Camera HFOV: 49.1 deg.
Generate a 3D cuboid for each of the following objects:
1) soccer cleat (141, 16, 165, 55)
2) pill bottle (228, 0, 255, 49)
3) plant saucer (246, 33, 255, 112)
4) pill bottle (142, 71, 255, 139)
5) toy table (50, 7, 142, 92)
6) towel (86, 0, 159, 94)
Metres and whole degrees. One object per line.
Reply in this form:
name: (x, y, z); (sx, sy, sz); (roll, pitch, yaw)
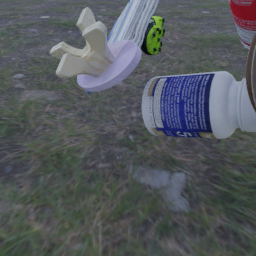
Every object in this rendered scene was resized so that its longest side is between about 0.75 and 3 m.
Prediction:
soccer cleat: (0.427, -2.355, 7.127); (0.901, 0.750, 2.222); (0, 31, 12)
pill bottle: (2.001, -1.722, 3.972); (0.966, 1.721, 0.966); (-19, 51, 24)
plant saucer: (1.991, -0.752, 3.461); (1.645, 1.645, 0.264); (-18, 19, -26)
pill bottle: (1.312, -0.388, 4.851); (1.906, 1.141, 1.141); (2, 29, 34)
toy table: (-0.427, -0.887, 3.345); (1.046, 0.612, 0.961); (-20, 50, 37)
towel: (-0.120, -1.648, 5.204); (0.318, 1.965, 2.675); (26, -10, -15)
